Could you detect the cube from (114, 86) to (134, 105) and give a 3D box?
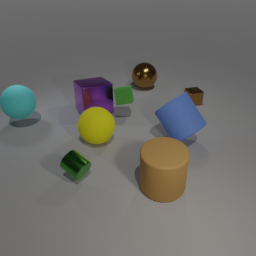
[{"bbox_3d":[-0.168,-1.410,12.072,0.700,0.700,0.700,-7,12,8],"label":"cube"}]

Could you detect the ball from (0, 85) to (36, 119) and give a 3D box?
[{"bbox_3d":[-4.503,-1.058,11.508,1.400,1.400,1.400,0,31,0],"label":"ball"}]

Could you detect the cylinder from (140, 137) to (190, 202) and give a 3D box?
[{"bbox_3d":[1.053,1.220,8.311,1.400,1.400,1.400,-1,36,1],"label":"cylinder"}]

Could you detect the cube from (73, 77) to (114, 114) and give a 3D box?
[{"bbox_3d":[-1.558,-1.421,12.665,1.400,1.400,1.400,-12,26,-22],"label":"cube"}]

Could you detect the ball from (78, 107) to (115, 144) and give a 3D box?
[{"bbox_3d":[-1.191,-0.094,10.562,1.400,1.400,1.400,0,31,0],"label":"ball"}]

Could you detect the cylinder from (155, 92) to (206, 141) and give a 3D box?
[{"bbox_3d":[1.935,-0.375,10.393,1.400,1.400,1.400,-32,-2,-1],"label":"cylinder"}]

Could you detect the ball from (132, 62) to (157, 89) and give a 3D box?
[{"bbox_3d":[0.891,-2.842,15.188,1.400,1.400,1.400,0,31,0],"label":"ball"}]

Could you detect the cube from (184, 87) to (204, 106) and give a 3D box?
[{"bbox_3d":[3.204,-1.541,13.721,0.700,0.700,0.700,-9,32,-14],"label":"cube"}]

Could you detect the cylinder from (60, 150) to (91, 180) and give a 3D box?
[{"bbox_3d":[-1.628,1.152,8.726,0.700,0.700,0.700,35,42,17],"label":"cylinder"}]
